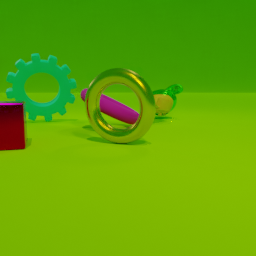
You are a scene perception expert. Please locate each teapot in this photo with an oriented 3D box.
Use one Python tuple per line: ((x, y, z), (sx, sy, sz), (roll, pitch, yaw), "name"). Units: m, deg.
((1.051, -0.695, 8.994), (0.814, 0.641, 1.309), (0, -9, 21), "teapot")

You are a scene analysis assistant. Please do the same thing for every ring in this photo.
((-0.175, -0.403, 5.343), (1.455, 1.455, 0.291), (3, 14, 23), "ring")
((-0.457, -0.572, 7.461), (1.731, 0.346, 1.731), (26, 7, -4), "ring")

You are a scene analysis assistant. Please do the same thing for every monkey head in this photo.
((1.051, -1.091, 10.256), (1.171, 1.398, 1.943), (-35, -1, -36), "monkey head")

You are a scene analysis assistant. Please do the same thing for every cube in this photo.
((-2.331, -0.065, 5.169), (0.828, 0.828, 0.828), (-2, 8, -17), "cube")

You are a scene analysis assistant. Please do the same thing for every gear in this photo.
((-2.696, -1.244, 8.802), (2.072, 2.072, 0.383), (-3, 23, -18), "gear")
